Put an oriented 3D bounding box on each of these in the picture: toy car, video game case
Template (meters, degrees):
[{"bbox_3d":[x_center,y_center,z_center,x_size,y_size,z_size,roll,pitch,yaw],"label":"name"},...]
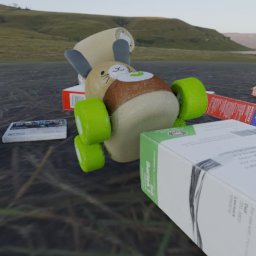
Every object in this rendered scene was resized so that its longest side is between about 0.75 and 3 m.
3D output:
[{"bbox_3d":[-0.185,-0.788,5.332,2.091,2.009,2.546,-14,62,-19],"label":"toy car"},{"bbox_3d":[-2.553,0.062,7.898,1.599,0.187,1.454,-4,17,-11],"label":"video game case"}]

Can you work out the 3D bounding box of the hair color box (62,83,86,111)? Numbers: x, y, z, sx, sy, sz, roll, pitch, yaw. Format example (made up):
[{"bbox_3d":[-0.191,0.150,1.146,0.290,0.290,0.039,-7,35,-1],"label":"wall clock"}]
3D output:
[{"bbox_3d":[-1.458,-1.342,11.526,1.347,0.812,2.653,7,19,16],"label":"hair color box"}]

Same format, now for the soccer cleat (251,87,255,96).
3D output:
[{"bbox_3d":[6.447,-1.632,12.909,0.748,0.668,1.928,1,13,-4],"label":"soccer cleat"}]

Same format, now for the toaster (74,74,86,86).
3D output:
[{"bbox_3d":[-1.619,-2.341,14.135,2.253,1.280,1.455,-8,20,-10],"label":"toaster"}]

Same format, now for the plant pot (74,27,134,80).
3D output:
[{"bbox_3d":[-0.740,-2.804,10.297,1.843,1.843,1.968,-16,-3,-44],"label":"plant pot"}]

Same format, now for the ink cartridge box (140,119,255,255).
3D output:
[{"bbox_3d":[1.581,0.771,3.750,1.935,1.117,2.649,-7,18,-22],"label":"ink cartridge box"}]

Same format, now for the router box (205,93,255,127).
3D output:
[{"bbox_3d":[3.227,-0.269,7.233,2.233,0.546,2.004,13,10,-26],"label":"router box"}]

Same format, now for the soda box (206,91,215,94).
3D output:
[{"bbox_3d":[2.861,-1.343,12.100,1.607,0.512,0.547,10,19,30],"label":"soda box"}]
